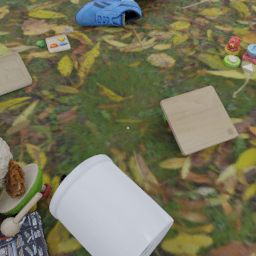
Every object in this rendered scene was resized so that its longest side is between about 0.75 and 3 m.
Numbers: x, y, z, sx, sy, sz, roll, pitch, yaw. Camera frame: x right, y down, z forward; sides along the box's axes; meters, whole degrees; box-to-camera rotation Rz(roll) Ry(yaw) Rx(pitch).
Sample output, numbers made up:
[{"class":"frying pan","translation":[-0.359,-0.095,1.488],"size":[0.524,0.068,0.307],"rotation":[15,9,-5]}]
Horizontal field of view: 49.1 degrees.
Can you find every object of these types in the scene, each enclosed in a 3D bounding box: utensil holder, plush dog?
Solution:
[{"class":"utensil holder","translation":[-0.355,1.996,6.359],"size":[2.198,1.868,1.868],"rotation":[38,62,24]},{"class":"plush dog","translation":[-3.853,1.220,6.469],"size":[2.999,2.406,2.576],"rotation":[43,71,-5]}]

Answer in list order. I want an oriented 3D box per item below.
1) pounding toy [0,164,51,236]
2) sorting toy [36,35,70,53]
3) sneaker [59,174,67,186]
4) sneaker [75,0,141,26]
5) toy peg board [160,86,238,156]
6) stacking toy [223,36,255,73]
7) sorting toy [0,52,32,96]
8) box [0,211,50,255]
[{"class":"pounding toy","translation":[-2.462,1.804,7.069],"size":[1.412,0.849,1.830],"rotation":[-44,31,1]},{"class":"sorting toy","translation":[-3.079,-3.442,11.475],"size":[1.274,0.187,0.942],"rotation":[-16,55,-12]},{"class":"sneaker","translation":[-1.779,1.610,7.589],"size":[0.307,0.335,0.801],"rotation":[-2,53,-2]},{"class":"sneaker","translation":[-0.814,-4.852,12.050],"size":[2.865,0.944,1.123],"rotation":[-13,53,-11]},{"class":"toy peg board","translation":[2.090,-0.140,8.731],"size":[1.801,0.881,1.794],"rotation":[-18,71,-11]},{"class":"stacking toy","translation":[4.437,-2.888,10.791],"size":[1.466,0.619,1.327],"rotation":[21,56,15]},{"class":"sorting toy","translation":[-4.876,-1.802,10.207],"size":[2.361,0.316,1.759],"rotation":[-24,61,-17]},{"class":"box","translation":[-2.577,3.049,6.428],"size":[1.447,0.457,1.835],"rotation":[-19,56,-14]}]
